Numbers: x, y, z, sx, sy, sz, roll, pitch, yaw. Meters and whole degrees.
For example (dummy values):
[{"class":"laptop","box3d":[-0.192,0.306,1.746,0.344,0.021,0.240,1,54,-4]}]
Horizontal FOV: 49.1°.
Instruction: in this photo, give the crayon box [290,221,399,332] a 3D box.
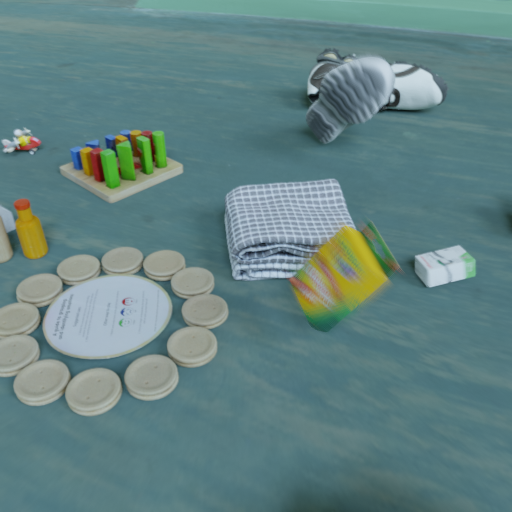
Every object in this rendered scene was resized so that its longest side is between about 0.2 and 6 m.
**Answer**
[{"class":"crayon box","box3d":[1.043,0.222,6.876,0.328,1.291,0.820,20,34,-39]}]

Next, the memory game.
[{"class":"memory game","box3d":[-2.090,0.902,8.040,3.412,0.217,3.412,0,36,0]}]

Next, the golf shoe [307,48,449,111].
[{"class":"golf shoe","box3d":[3.037,-4.155,14.502,3.583,1.393,1.693,15,60,17]}]

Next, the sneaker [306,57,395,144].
[{"class":"sneaker","box3d":[2.049,-3.448,11.723,1.317,1.200,3.212,-40,8,-13]}]

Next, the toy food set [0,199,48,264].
[{"class":"toy food set","box3d":[-4.669,-0.651,9.513,2.292,1.031,1.094,25,43,31]}]

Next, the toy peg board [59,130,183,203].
[{"class":"toy peg board","box3d":[-2.858,-2.137,11.707,1.875,0.921,1.883,29,44,34]}]

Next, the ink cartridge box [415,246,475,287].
[{"class":"ink cartridge box","box3d":[2.961,0.163,8.832,0.763,0.322,0.557,-13,26,-3]}]

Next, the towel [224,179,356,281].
[{"class":"towel","box3d":[0.591,-0.476,9.354,2.182,0.934,1.807,-4,36,-6]}]

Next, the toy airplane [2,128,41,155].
[{"class":"toy airplane","box3d":[-5.381,-2.599,12.679,0.774,0.549,0.778,-27,44,-32]}]
